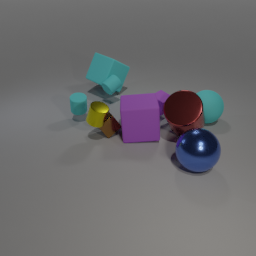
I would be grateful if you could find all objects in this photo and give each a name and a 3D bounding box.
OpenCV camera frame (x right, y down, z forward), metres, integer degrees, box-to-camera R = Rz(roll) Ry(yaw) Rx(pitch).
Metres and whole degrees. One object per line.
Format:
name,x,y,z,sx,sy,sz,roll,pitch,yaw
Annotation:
cube,-0.810,-0.175,10.915,0.700,0.700,0.700,-41,37,-3
cylinder,-0.777,-2.052,13.293,0.700,0.700,0.700,-43,45,-19
cylinder,-2.065,-1.009,11.723,0.700,0.700,0.700,3,42,-2
cube,1.398,-1.076,11.915,0.700,0.700,0.700,35,48,30
ball,2.210,0.694,8.875,1.400,1.400,1.400,0,29,0
cube,-1.038,-2.845,14.389,1.400,1.400,1.400,29,10,34
cube,0.451,-0.403,10.756,1.400,1.400,1.400,-4,29,1
ball,3.293,-0.892,11.764,1.400,1.400,1.400,0,29,0
cylinder,2.131,-0.500,10.483,1.400,1.400,1.400,-6,69,16
cylinder,-1.101,-0.495,10.119,0.700,0.700,0.700,15,37,-12
